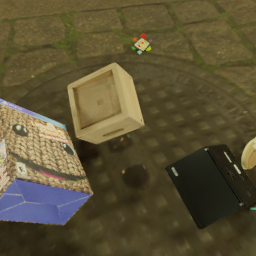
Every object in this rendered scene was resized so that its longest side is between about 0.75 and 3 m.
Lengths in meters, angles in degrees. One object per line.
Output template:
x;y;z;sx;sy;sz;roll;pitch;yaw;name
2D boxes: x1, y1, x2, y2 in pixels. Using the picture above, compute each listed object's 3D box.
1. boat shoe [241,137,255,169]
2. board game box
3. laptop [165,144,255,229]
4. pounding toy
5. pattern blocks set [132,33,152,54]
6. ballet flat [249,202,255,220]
3.731;0.566;7.829;1.550;0.574;0.514;-46;28;-20;boat shoe
-2.263;0.803;6.533;1.211;1.993;2.500;-47;48;16;board game box
2.195;1.384;7.118;1.893;0.978;1.678;-1;56;-47;laptop
-0.774;-0.643;8.206;2.089;1.485;1.923;-21;68;20;pounding toy
0.570;-3.373;11.291;0.940;0.076;0.826;-39;75;-22;pattern blocks set
3.846;2.115;6.732;1.719;0.588;0.585;4;68;4;ballet flat
